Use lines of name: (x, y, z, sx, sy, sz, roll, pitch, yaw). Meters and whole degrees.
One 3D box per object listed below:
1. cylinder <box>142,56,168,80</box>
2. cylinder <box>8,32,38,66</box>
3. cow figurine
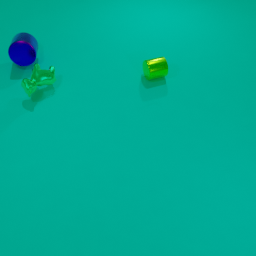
cylinder: (0.985, -2.157, 10.124, 0.731, 0.731, 0.731, -15, 53, -12)
cylinder: (-3.855, -2.916, 10.371, 0.960, 0.960, 0.960, -8, 38, -6)
cow figurine: (-2.990, -1.578, 9.464, 1.168, 0.641, 1.149, 2, 70, -27)
